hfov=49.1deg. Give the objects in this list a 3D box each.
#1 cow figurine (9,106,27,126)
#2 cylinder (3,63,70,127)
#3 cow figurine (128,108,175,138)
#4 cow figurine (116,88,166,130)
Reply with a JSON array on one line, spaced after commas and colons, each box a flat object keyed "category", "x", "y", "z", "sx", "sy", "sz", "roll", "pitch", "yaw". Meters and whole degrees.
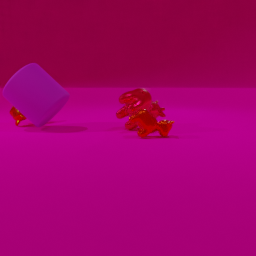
[{"category": "cow figurine", "x": -2.930, "y": -0.441, "z": 8.395, "sx": 1.155, "sy": 0.634, "sz": 1.136, "roll": 26, "pitch": 26, "yaw": -36}, {"category": "cylinder", "x": -2.397, "y": -0.856, "z": 7.409, "sx": 1.224, "sy": 1.224, "sz": 1.224, "roll": 43, "pitch": 9, "yaw": -4}, {"category": "cow figurine", "x": 0.558, "y": -0.126, "z": 6.376, "sx": 0.861, "sy": 0.875, "sz": 0.480, "roll": -33, "pitch": 9, "yaw": -4}, {"category": "cow figurine", "x": 0.426, "y": -0.568, "z": 7.551, "sx": 1.492, "sy": 1.517, "sz": 0.832, "roll": -29, "pitch": 65, "yaw": -24}]
